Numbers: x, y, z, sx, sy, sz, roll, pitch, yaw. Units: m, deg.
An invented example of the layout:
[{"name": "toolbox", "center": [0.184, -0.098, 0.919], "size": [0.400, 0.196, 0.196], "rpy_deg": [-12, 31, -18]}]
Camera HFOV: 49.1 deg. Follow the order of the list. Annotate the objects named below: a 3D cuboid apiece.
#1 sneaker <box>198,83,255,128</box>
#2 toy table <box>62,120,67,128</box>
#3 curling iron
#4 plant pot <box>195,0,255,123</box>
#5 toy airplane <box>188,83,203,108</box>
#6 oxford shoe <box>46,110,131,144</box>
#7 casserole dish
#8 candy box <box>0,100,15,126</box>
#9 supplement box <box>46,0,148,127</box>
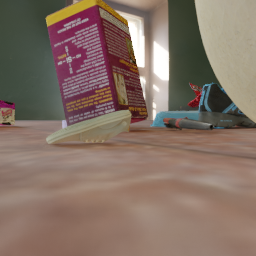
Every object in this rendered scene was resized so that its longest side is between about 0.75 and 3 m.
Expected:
[{"name": "sneaker", "center": [3.098, -0.582, 7.580], "size": [2.850, 1.167, 1.043], "rpy_deg": [-1, 2, -33]}, {"name": "toy table", "center": [-0.835, -0.592, 7.459], "size": [1.899, 1.210, 2.065], "rpy_deg": [1, 1, 20]}, {"name": "curling iron", "center": [1.155, -0.091, 5.497], "size": [0.454, 0.234, 1.832], "rpy_deg": [10, -2, -13]}, {"name": "plant pot", "center": [1.702, -0.836, 2.260], "size": [2.610, 2.610, 1.752], "rpy_deg": [0, -30, 0]}, {"name": "toy airplane", "center": [3.053, -0.686, 8.641], "size": [2.688, 0.494, 2.688], "rpy_deg": [17, -22, 7]}, {"name": "oxford shoe", "center": [-0.376, 0.044, 2.906], "size": [0.916, 0.265, 0.344], "rpy_deg": [-16, 13, -15]}, {"name": "casserole dish", "center": [1.973, -0.278, 8.740], "size": [2.599, 0.504, 1.574], "rpy_deg": [2, 2, 21]}, {"name": "candy box", "center": [-5.331, -0.492, 8.875], "size": [2.745, 0.837, 1.872], "rpy_deg": [1, -1, 6]}, {"name": "supplement box", "center": [-0.562, -1.160, 5.700], "size": [1.178, 2.283, 1.494], "rpy_deg": [-13, -4, 23]}]
